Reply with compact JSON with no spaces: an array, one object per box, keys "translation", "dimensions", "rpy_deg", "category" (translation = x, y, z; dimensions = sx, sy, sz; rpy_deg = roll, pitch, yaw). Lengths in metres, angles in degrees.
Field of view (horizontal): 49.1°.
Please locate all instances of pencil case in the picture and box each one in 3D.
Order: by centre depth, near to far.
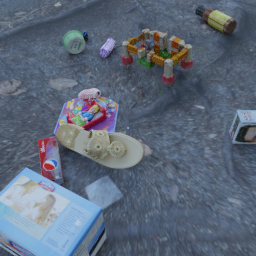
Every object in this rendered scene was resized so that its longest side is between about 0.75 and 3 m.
[{"translation":[-0.942,-3.729,12.954],"dimensions":[0.481,0.490,1.147],"rpy_deg":[11,47,12],"category":"pencil case"}]

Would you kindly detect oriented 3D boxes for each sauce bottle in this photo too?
[{"translation":[4.561,-5.794,14.761],"dimensions":[0.833,0.833,2.522],"rpy_deg":[-22,51,-20],"category":"sauce bottle"}]

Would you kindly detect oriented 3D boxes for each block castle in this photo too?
[{"translation":[1.194,-2.932,11.660],"dimensions":[2.702,1.268,1.806],"rpy_deg":[32,57,31],"category":"block castle"}]

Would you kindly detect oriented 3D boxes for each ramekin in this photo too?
[{"translation":[-2.430,-3.871,12.769],"dimensions":[1.004,1.004,0.490],"rpy_deg":[-18,56,-17],"category":"ramekin"}]

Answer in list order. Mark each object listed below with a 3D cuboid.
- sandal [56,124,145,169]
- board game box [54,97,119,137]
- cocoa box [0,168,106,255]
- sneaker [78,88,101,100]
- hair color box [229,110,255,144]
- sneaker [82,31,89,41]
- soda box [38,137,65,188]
[{"translation":[-1.046,0.521,8.103],"dimensions":[2.913,1.068,0.958],"rpy_deg":[16,6,22],"category":"sandal"},{"translation":[-1.425,-0.481,9.719],"dimensions":[2.048,0.505,2.592],"rpy_deg":[4,45,3],"category":"board game box"},{"translation":[-1.830,2.228,6.331],"dimensions":[2.248,1.475,1.499],"rpy_deg":[22,49,20],"category":"cocoa box"},{"translation":[-1.408,-1.254,10.532],"dimensions":[0.880,0.331,0.460],"rpy_deg":[-26,38,-34],"category":"sneaker"},{"translation":[4.402,-0.012,8.893],"dimensions":[2.024,1.002,0.614],"rpy_deg":[1,45,1],"category":"hair color box"},{"translation":[-2.336,-4.349,13.604],"dimensions":[0.393,0.440,1.074],"rpy_deg":[21,49,19],"category":"sneaker"},{"translation":[-2.261,1.024,8.208],"dimensions":[0.572,0.518,1.635],"rpy_deg":[-11,45,-13],"category":"soda box"}]
